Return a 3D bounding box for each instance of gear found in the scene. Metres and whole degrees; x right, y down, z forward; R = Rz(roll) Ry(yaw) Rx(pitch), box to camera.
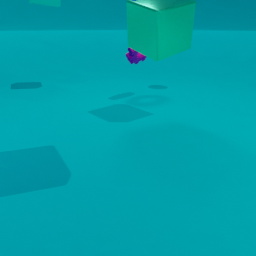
[{"bbox_3d":[0.500,-2.606,9.128,1.250,1.250,0.231,-23,71,-45],"label":"gear"}]

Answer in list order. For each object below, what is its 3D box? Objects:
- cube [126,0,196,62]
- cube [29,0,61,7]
[{"bbox_3d":[0.764,-2.469,6.737,1.156,1.156,1.156,-27,45,-27],"label":"cube"},{"bbox_3d":[-2.796,-4.900,9.438,1.043,1.043,1.043,1,57,-14],"label":"cube"}]
